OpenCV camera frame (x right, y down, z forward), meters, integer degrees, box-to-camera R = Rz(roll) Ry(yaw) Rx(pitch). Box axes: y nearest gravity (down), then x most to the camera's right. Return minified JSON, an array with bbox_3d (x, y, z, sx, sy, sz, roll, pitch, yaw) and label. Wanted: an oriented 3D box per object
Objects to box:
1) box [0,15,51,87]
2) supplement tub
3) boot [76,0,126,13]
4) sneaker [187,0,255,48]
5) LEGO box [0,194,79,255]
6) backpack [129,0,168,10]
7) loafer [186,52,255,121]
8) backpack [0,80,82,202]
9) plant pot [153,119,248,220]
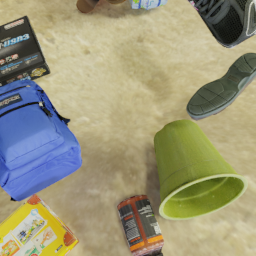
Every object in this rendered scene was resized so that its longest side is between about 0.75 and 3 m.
[{"bbox_3d":[-4.006,-2.350,9.153,2.371,0.589,2.353,-23,66,-6],"label":"box"},{"bbox_3d":[0.341,2.461,6.699,0.836,0.836,1.563,-16,63,-8],"label":"supplement tub"},{"bbox_3d":[-0.614,-5.514,10.208,2.829,1.042,2.189,0,59,38],"label":"boot"},{"bbox_3d":[1.390,-2.797,5.497,1.254,1.167,2.905,-14,70,-33],"label":"sneaker"},{"bbox_3d":[-2.412,2.837,6.520,1.503,0.779,2.018,40,69,19],"label":"LEGO box"},{"bbox_3d":[0.634,-5.798,10.406,2.163,2.295,2.814,-28,82,-15],"label":"backpack"},{"bbox_3d":[2.218,-0.805,6.290,2.085,0.656,0.749,-40,55,-5],"label":"loafer"},{"bbox_3d":[-2.633,0.005,7.223,2.203,2.275,2.711,-25,62,-23],"label":"backpack"},{"bbox_3d":[1.503,0.913,7.036,2.111,2.111,2.005,-12,51,-6],"label":"plant pot"}]
